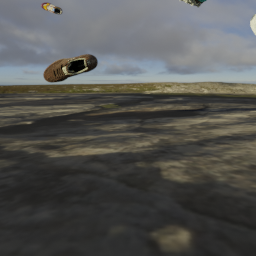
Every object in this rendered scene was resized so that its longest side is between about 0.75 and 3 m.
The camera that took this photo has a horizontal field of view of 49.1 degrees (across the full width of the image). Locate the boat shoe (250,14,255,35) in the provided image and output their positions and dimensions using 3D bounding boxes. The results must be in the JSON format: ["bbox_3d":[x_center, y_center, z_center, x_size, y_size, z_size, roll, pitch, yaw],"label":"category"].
[{"bbox_3d":[3.176,-2.010,6.218,0.406,1.313,0.478,-8,-24,-13],"label":"boat shoe"}]

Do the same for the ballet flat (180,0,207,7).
[{"bbox_3d":[0.747,-3.353,5.575,1.024,1.024,2.855,7,-8,37],"label":"ballet flat"}]

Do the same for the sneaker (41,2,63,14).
[{"bbox_3d":[-2.836,-4.462,10.442,0.797,0.299,0.359,10,25,-16],"label":"sneaker"}]

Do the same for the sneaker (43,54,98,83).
[{"bbox_3d":[-2.390,-2.332,10.825,2.400,0.845,0.906,-15,11,18],"label":"sneaker"}]
